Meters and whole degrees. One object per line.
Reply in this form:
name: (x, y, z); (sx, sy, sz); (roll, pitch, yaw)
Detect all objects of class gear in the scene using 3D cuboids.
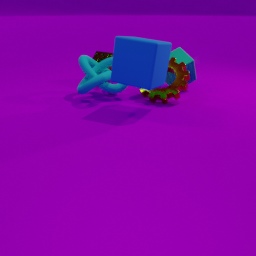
gear: (1.185, -1.619, 9.401); (1.713, 0.317, 1.713); (-8, 60, 14)

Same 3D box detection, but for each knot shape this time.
knot shape: (-0.998, -1.887, 9.538); (1.911, 0.883, 1.788); (-22, 51, -22)

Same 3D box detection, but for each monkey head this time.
monkey head: (-0.642, -1.595, 10.004); (0.701, 0.837, 1.163); (-21, 39, -7)

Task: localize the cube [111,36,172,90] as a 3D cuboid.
cube: (0.385, -1.885, 8.008); (1.247, 1.247, 1.247); (17, 22, 22)

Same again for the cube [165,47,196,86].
cube: (1.812, -2.161, 10.371); (0.991, 0.991, 0.991); (-29, 50, -2)

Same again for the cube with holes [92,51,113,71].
cube with holes: (-0.895, -2.409, 11.256); (0.909, 0.909, 0.909); (17, -13, 33)
